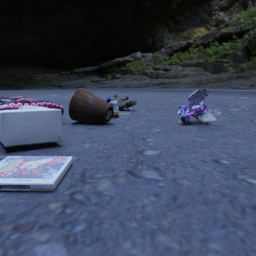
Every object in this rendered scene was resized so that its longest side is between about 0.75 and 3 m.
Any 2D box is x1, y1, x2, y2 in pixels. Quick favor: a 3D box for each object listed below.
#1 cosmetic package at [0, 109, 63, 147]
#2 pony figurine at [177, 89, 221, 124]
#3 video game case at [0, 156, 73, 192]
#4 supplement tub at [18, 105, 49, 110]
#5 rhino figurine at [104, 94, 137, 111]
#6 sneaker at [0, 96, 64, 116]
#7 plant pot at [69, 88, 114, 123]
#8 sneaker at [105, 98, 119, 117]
[{"bbox_3d":[-3.011,-0.071,8.514,1.628,1.004,1.633,-5,8,-30],"label":"cosmetic package"},{"bbox_3d":[3.016,-0.797,12.574,1.818,1.568,1.883,-31,5,17],"label":"pony figurine"},{"bbox_3d":[-2.084,0.896,5.804,1.552,0.196,1.703,0,10,1],"label":"video game case"},{"bbox_3d":[-3.564,-0.375,10.786,1.417,0.935,0.935,8,13,36],"label":"supplement tub"},{"bbox_3d":[-0.462,-1.562,17.714,2.668,0.798,1.167,11,29,40],"label":"rhino figurine"},{"bbox_3d":[-4.190,-0.933,12.058,2.830,1.118,1.350,0,37,-34],"label":"sneaker"},{"bbox_3d":[-1.523,-0.822,12.461,1.629,1.523,1.523,19,16,20],"label":"plant pot"},{"bbox_3d":[-1.032,-1.149,15.087,0.805,0.943,2.139,-7,11,-29],"label":"sneaker"}]
